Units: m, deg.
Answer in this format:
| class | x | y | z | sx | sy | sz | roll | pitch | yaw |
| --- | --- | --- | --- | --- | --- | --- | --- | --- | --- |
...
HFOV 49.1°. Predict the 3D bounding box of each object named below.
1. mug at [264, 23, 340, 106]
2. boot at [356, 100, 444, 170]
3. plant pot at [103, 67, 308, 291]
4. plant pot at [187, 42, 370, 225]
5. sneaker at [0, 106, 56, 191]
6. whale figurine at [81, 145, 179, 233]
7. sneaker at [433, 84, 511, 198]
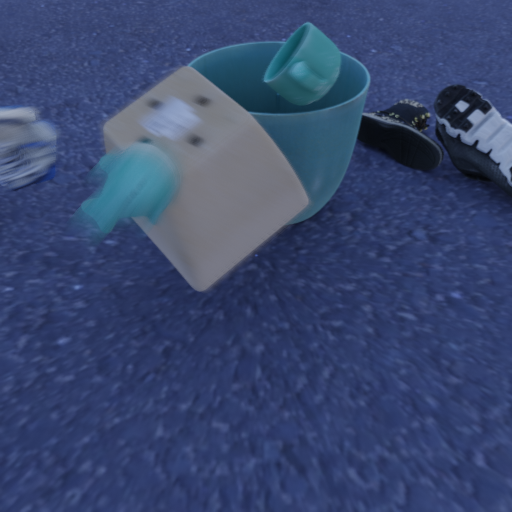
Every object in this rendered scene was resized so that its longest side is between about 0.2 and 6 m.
| class | x | y | z | sx | sy | sz | roll | pitch | yaw |
| --- | --- | --- | --- | --- | --- | --- | --- | --- | --- |
| mug | 0.727 | -2.735 | 8.423 | 0.800 | 1.063 | 1.293 | 33 | 58 | -22 |
| boot | 3.732 | -2.989 | 13.305 | 1.850 | 0.884 | 2.450 | -28 | 48 | -33 |
| plant pot | -0.828 | -1.215 | 7.721 | 2.137 | 1.894 | 2.139 | -40 | 62 | -10 |
| plant pot | 0.349 | -2.250 | 10.948 | 3.385 | 2.717 | 3.385 | 0 | 39 | 0 |
| sneaker | -3.392 | -1.469 | 7.913 | 0.938 | 1.037 | 2.435 | -8 | 4 | 4 |
| whale figurine | -1.040 | -0.507 | 4.554 | 0.867 | 0.690 | 0.450 | -34 | 19 | 13 |
| sneaker | 5.148 | -2.043 | 11.869 | 1.190 | 1.620 | 3.580 | -42 | 75 | -5 |
